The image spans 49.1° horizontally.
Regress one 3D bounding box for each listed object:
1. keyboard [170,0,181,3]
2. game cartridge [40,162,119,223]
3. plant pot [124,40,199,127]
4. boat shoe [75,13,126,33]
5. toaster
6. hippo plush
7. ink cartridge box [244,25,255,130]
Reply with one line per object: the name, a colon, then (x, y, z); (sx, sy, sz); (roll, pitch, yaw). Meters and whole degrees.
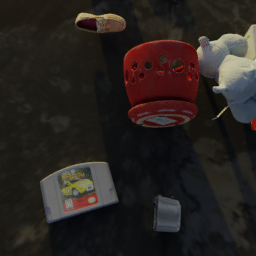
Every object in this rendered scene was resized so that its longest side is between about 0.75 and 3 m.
keyboard: (1.147, -4.231, 8.362); (1.212, 0.125, 0.770); (30, 74, 9)
game cartridge: (-1.136, 1.395, 6.389); (1.630, 0.333, 1.085); (-16, 68, -5)
plant pot: (0.793, -0.903, 6.413); (1.739, 1.739, 1.583); (-3, 76, -1)
boat shoe: (-0.758, -2.759, 7.531); (1.371, 0.505, 0.474); (6, 44, 9)
toaster: (0.824, 1.920, 6.102); (0.566, 0.498, 0.877); (6, 71, 0)
hippo plush: (2.460, -1.248, 6.815); (2.300, 1.832, 1.849); (-29, 48, -9)
ink cartridge box: (4.220, -1.282, 7.112); (2.211, 0.688, 2.748); (3, 70, 2)
